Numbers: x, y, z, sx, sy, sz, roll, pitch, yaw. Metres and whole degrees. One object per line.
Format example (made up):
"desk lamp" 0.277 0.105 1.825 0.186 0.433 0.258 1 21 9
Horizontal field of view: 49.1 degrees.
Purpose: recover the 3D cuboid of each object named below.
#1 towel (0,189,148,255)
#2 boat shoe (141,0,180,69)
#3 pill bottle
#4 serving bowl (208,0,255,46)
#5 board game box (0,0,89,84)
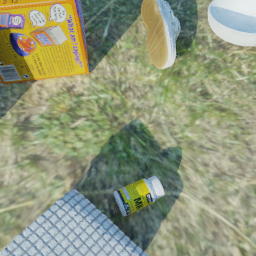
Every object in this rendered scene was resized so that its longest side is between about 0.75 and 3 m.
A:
"towel" -1.171 2.690 5.035 2.100 1.086 2.537 41 56 9
"boat shoe" 1.147 -2.980 8.474 1.002 1.023 2.890 7 60 -25
"pill bottle" 0.248 1.489 6.241 1.020 0.583 0.583 -23 64 -11
"serving bowl" 3.581 -3.243 8.670 2.316 0.762 2.316 0 52 0
"board game box" -2.559 -3.109 7.643 2.550 2.552 2.550 -7 61 -4
